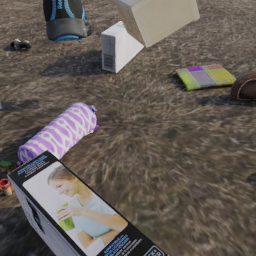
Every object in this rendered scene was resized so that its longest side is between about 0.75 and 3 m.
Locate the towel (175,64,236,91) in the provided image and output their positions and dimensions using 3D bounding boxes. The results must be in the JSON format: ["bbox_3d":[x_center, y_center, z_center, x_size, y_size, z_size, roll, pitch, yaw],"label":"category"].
[{"bbox_3d":[2.879,-1.878,10.319,1.983,0.226,1.424,-9,41,-9],"label":"towel"}]

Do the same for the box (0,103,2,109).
[{"bbox_3d":[-5.074,-0.839,8.947,1.702,0.350,1.327,32,49,32],"label":"box"}]

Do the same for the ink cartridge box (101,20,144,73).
[{"bbox_3d":[-0.132,-3.490,11.278,0.676,1.463,2.686,18,43,18],"label":"ink cartridge box"}]

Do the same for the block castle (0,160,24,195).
[{"bbox_3d":[-3.065,1.021,6.529,1.168,0.548,0.781,14,42,16],"label":"block castle"}]

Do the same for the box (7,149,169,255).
[{"bbox_3d":[-0.741,1.817,4.709,2.869,1.673,0.863,33,52,32],"label":"box"}]

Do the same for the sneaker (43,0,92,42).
[{"bbox_3d":[-1.205,-2.355,5.703,0.916,1.024,2.501,-8,20,-11],"label":"sneaker"}]

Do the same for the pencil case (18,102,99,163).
[{"bbox_3d":[-1.720,0.249,7.231,0.962,0.980,2.292,-21,19,45],"label":"pencil case"}]

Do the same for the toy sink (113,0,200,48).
[{"bbox_3d":[0.827,-2.837,6.292,1.911,1.071,1.246,-32,41,-2],"label":"toy sink"}]

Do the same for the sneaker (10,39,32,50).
[{"bbox_3d":[-4.737,-3.620,12.334,1.127,0.375,0.510,18,46,26],"label":"sneaker"}]

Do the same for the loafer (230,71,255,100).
[{"bbox_3d":[4.525,-1.321,9.101,2.413,0.881,0.856,-9,39,-10],"label":"loafer"}]
